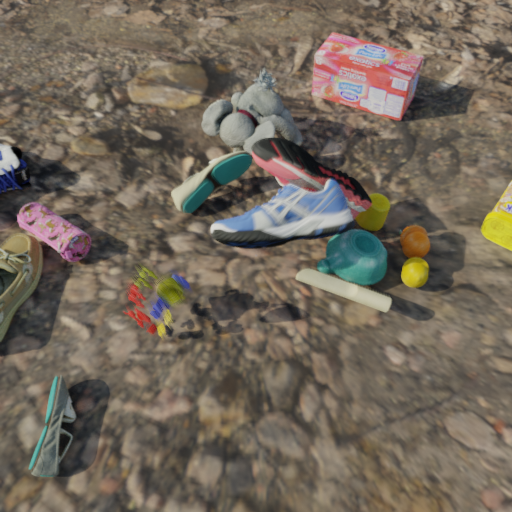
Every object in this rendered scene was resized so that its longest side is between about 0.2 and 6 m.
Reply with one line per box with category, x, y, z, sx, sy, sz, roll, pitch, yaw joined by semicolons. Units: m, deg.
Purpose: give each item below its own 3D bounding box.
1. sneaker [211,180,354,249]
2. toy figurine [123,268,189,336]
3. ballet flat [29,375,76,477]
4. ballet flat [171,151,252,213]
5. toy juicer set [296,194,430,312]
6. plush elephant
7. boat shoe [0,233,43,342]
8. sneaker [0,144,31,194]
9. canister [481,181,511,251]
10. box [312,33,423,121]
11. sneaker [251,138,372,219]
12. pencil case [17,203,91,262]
sneaker;0.425;-0.710;10.049;2.534;0.959;0.976;-9;84;-5
toy figurine;-1.638;0.570;10.092;0.871;1.650;0.989;34;46;3
ballet flat;-3.276;2.810;9.266;0.530;0.560;1.662;19;50;-20
ballet flat;-1.019;-1.751;12.359;2.005;0.696;0.696;-37;59;-7
toy juicer set;2.298;0.212;11.078;2.008;0.859;3.156;36;52;11
plush elephant;-0.148;-3.024;13.033;1.868;2.268;1.756;39;79;18
boat shoe;-4.959;0.558;10.705;1.019;0.879;2.792;10;53;8
sneaker;-5.894;-1.706;12.387;1.471;1.029;2.546;5;51;7
canister;5.677;-0.883;11.980;1.161;0.676;1.563;30;56;21
box;2.844;-4.653;14.533;2.528;1.297;1.197;21;55;17
sneaker;0.949;-1.230;10.861;2.827;1.226;1.042;24;29;-29
pencil case;-4.224;-0.513;11.689;1.636;0.708;0.677;31;87;22
